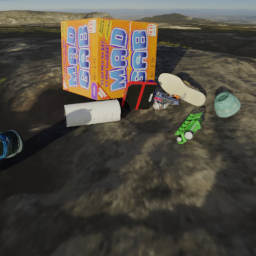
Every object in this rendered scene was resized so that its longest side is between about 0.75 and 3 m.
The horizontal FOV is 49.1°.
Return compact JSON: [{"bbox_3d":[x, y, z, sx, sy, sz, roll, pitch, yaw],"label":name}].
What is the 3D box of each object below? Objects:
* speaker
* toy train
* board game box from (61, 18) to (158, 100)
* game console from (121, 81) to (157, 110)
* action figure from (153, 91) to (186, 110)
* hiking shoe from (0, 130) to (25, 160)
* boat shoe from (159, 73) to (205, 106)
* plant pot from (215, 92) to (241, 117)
[{"bbox_3d":[-1.170,-0.484,9.094,1.775,0.721,0.721,-8,27,-15],"label":"speaker"},{"bbox_3d":[1.883,-0.036,8.300,0.521,0.386,1.848,-14,14,31],"label":"toy train"},{"bbox_3d":[-0.774,-2.711,10.903,2.671,2.671,2.673,-11,21,-37],"label":"board game box"},{"bbox_3d":[0.371,-1.116,9.779,1.062,1.201,0.186,-1,47,-17],"label":"game console"},{"bbox_3d":[1.507,-0.949,10.270,1.291,0.698,1.334,-22,35,-26],"label":"action figure"},{"bbox_3d":[-3.004,0.596,5.594,1.836,0.683,0.796,-35,-10,13],"label":"hiking shoe"},{"bbox_3d":[2.024,-1.485,10.641,1.922,0.690,0.572,27,18,-2],"label":"boat shoe"},{"bbox_3d":[3.323,-0.867,9.567,0.851,0.570,0.851,-28,32,19],"label":"plant pot"}]
